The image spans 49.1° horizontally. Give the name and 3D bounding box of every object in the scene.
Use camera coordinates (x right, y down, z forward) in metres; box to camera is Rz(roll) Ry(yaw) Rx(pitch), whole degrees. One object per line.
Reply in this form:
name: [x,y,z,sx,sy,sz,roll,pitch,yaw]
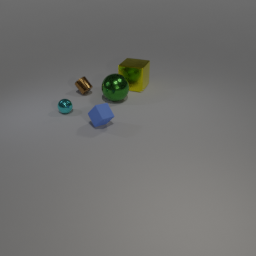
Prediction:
cube: [0.347,-2.956,15.555,1.400,1.400,1.400,11,33,17]
cylinder: [-2.344,-2.247,14.829,0.700,0.700,0.700,52,45,-1]
ball: [-2.941,-1.024,13.096,0.700,0.700,0.700,0,31,0]
cube: [-1.146,-0.556,11.913,0.700,0.700,0.700,-17,74,-46]
ball: [-0.632,-2.030,14.056,1.400,1.400,1.400,0,31,0]
